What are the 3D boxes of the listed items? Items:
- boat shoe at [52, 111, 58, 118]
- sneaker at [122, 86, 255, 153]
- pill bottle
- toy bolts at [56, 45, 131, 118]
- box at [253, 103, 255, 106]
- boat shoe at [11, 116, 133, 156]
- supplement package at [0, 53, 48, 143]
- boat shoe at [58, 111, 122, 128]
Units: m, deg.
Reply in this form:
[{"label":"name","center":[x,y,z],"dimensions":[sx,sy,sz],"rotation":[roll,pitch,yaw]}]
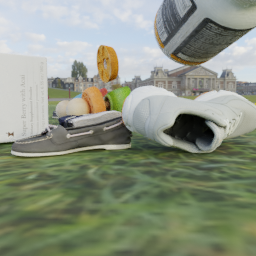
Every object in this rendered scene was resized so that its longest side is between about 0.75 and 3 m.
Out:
[{"label":"boat shoe","center":[-2.968,-0.638,13.129],"dimensions":[1.153,0.362,0.419],"rotation":[0,6,0]},{"label":"sneaker","center":[1.412,-0.008,4.915],"dimensions":[2.914,1.103,1.340],"rotation":[-1,25,-25]},{"label":"pill bottle","center":[1.654,-2.398,5.182],"dimensions":[1.737,1.737,2.984],"rotation":[-1,-6,-12]},{"label":"toy bolts","center":[-1.449,-1.190,9.610],"dimensions":[1.986,2.736,2.864],"rotation":[-12,-8,-24]},{"label":"box","center":[3.518,-0.483,9.492],"dimensions":[0.869,0.798,2.481],"rotation":[1,5,7]},{"label":"boat shoe","center":[-0.886,0.095,4.789],"dimensions":[2.094,0.597,0.700],"rotation":[-3,7,-28]},{"label":"supplement package","center":[-3.312,-0.587,5.604],"dimensions":[2.926,1.774,1.752],"rotation":[-4,7,-37]},{"label":"boat shoe","center":[-0.848,-0.133,6.719],"dimensions":[1.703,0.636,0.790],"rotation":[-6,16,-41]}]
